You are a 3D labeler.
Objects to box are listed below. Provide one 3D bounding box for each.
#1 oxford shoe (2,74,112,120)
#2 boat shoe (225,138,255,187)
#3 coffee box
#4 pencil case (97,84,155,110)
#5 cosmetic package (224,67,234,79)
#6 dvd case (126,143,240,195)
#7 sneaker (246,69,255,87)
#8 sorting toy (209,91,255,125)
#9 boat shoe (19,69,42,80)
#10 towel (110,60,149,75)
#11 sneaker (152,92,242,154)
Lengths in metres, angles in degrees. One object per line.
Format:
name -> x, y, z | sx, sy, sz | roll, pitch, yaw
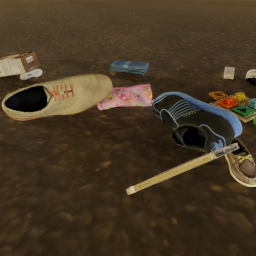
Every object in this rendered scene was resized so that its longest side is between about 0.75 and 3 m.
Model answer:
oxford shoe -> -1.775, -0.811, 7.439 | 2.990, 1.053, 1.118 | -19, 5, -13
boat shoe -> 2.551, 0.727, 6.304 | 0.530, 0.439, 1.476 | -1, 27, 4
coffee box -> -4.684, -2.627, 11.604 | 1.688, 0.673, 0.965 | -3, 27, 21
pencil case -> -0.102, -0.982, 8.997 | 1.804, 0.789, 0.789 | -5, 30, -8
cosmetic package -> 4.286, -2.342, 11.879 | 0.393, 0.241, 0.952 | 10, 32, 17
dvd case -> 0.910, 0.664, 4.631 | 1.634, 0.131, 1.215 | -31, -14, 33
sneaker -> 5.358, -1.833, 10.824 | 1.563, 0.590, 0.899 | 9, 39, 29
sorting toy -> 3.649, -0.780, 9.047 | 1.537, 0.372, 2.730 | -18, 34, -27
boat shoe -> -4.067, -2.266, 11.676 | 0.970, 0.333, 0.275 | -26, 39, -34
towel -> 0.074, -2.678, 12.323 | 1.608, 0.390, 0.898 | 7, 30, 15
sneaker -> 1.399, -0.164, 7.291 | 1.136, 1.022, 2.915 | -33, 31, -22
